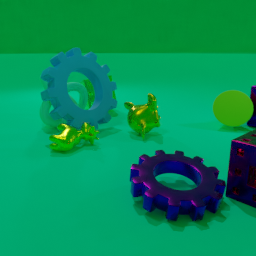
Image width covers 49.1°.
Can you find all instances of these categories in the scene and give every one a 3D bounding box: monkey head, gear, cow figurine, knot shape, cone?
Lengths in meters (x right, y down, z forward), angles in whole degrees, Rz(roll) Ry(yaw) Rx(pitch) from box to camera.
[{"bbox_3d":[0.370,-0.362,7.068,0.820,0.979,1.361,-17,48,-11],"label":"monkey head"},{"bbox_3d":[-1.188,-0.964,7.213,2.086,2.086,0.386,-16,4,-43],"label":"gear"},{"bbox_3d":[-1.158,0.212,6.193,0.925,0.516,0.940,12,34,7],"label":"cow figurine"},{"bbox_3d":[0.715,0.789,4.165,1.363,0.252,1.363,4,27,-2],"label":"gear"},{"bbox_3d":[-1.978,-0.888,8.111,0.794,1.609,1.719,-27,16,38],"label":"knot shape"},{"bbox_3d":[2.927,-0.406,8.001,1.030,1.030,1.034,4,-14,14],"label":"cone"}]

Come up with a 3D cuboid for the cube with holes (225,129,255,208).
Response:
[{"bbox_3d":[2.108,0.606,4.108,0.902,0.902,0.902,-15,22,-41],"label":"cube with holes"}]

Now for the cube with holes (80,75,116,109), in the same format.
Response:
[{"bbox_3d":[-1.039,-1.207,9.647,0.959,0.959,0.959,-13,7,-16],"label":"cube with holes"}]

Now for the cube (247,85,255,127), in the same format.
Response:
[{"bbox_3d":[4.157,-0.611,7.809,1.150,1.150,1.150,16,22,42],"label":"cube"}]
